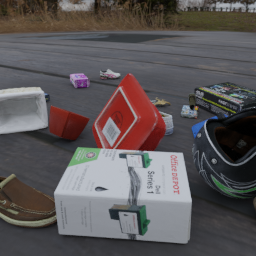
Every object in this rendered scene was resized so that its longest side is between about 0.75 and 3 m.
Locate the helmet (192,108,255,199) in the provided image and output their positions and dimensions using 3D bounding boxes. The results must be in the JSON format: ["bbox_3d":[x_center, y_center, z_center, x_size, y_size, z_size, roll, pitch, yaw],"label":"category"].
[{"bbox_3d":[2.834,0.712,7.236,2.182,2.289,2.289,-19,19,20],"label":"helmet"}]

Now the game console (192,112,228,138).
[{"bbox_3d":[3.553,0.358,10.481,1.764,1.223,2.067,30,24,-9],"label":"game console"}]

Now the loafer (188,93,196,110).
[{"bbox_3d":[2.881,-1.158,12.489,0.348,0.926,0.322,-6,45,12],"label":"loafer"}]

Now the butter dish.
[{"bbox_3d":[0.281,0.039,8.952,1.882,2.539,2.546,18,31,-37],"label":"butter dish"}]

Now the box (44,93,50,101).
[{"bbox_3d":[-4.935,-1.579,14.474,1.421,0.362,1.121,17,31,34],"label":"box"}]

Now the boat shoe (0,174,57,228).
[{"bbox_3d":[-2.829,1.638,6.775,2.586,0.957,0.955,7,26,15],"label":"boat shoe"}]

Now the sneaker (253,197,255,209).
[{"bbox_3d":[4.224,2.031,6.377,2.521,0.888,0.952,-2,44,3],"label":"sneaker"}]

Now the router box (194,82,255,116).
[{"bbox_3d":[4.880,-1.255,13.083,2.234,0.926,2.982,-12,27,-24],"label":"router box"}]

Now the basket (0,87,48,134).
[{"bbox_3d":[-4.521,-0.791,11.371,2.297,1.557,1.417,-8,24,-17],"label":"basket"}]

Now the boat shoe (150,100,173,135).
[{"bbox_3d":[0.875,-0.682,11.617,0.971,1.120,2.627,-14,28,-28],"label":"boat shoe"}]

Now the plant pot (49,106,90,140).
[{"bbox_3d":[-2.266,-0.135,10.364,1.098,0.967,1.097,19,1,34],"label":"plant pot"}]

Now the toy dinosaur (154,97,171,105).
[{"bbox_3d":[1.534,-1.252,13.800,1.203,0.350,0.608,-11,28,-22],"label":"toy dinosaur"}]

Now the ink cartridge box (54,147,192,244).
[{"bbox_3d":[-0.016,1.499,6.771,2.879,1.214,2.103,2,25,4],"label":"ink cartridge box"}]

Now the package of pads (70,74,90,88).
[{"bbox_3d":[-2.958,-2.905,17.106,0.906,0.569,1.503,-10,26,-20],"label":"package of pads"}]

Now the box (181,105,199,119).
[{"bbox_3d":[2.843,-0.745,12.846,0.726,0.212,1.061,7,26,16],"label":"box"}]

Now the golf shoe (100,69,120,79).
[{"bbox_3d":[-1.172,-3.558,18.475,1.365,0.629,0.496,-2,24,-8],"label":"golf shoe"}]
